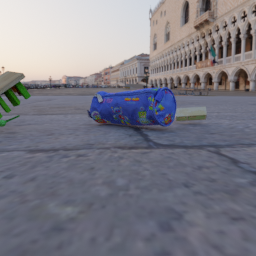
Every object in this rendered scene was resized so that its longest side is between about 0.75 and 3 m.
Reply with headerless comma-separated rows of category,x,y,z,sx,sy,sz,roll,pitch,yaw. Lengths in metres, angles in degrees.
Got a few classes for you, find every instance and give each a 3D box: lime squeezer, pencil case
lime squeezer,-2.947,-0.133,6.439,0.173,0.324,0.917,48,32,11
pencil case,0.041,-0.605,7.866,2.577,1.006,1.119,3,-33,38

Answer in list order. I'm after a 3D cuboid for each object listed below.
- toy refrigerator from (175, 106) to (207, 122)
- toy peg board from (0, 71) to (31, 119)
toy refrigerator,1.934,-0.416,8.652,0.929,0.325,0.353,-3,-25,8
toy peg board,-3.173,-0.802,7.002,1.270,0.621,1.264,-43,35,-24
